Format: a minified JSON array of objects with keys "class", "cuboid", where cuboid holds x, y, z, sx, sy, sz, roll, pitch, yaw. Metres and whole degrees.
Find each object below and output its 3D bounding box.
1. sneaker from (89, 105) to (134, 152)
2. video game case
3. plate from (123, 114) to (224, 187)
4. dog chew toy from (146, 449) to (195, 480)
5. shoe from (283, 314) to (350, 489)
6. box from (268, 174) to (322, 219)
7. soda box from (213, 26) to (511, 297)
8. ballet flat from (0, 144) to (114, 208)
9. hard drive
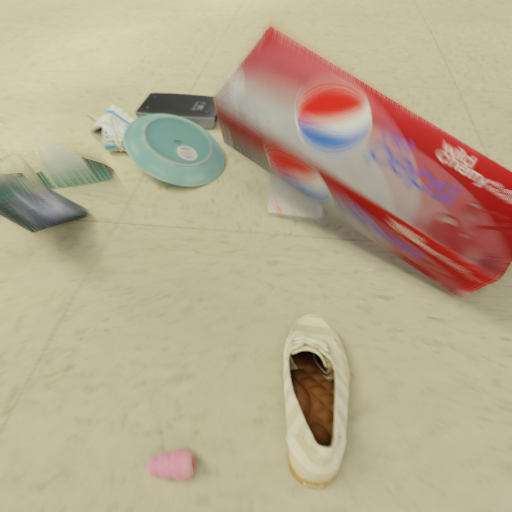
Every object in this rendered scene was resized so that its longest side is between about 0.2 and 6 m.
[{"class":"sneaker","cuboid":[-2.778,-2.496,12.138,2.199,0.824,0.953,27,59,34]},{"class":"video game case","cuboid":[-3.840,-0.942,9.351,1.441,0.191,2.017,29,13,-1]},{"class":"plate","cuboid":[-1.627,-2.276,11.478,2.133,0.273,2.133,15,47,-16]},{"class":"dog chew toy","cuboid":[-0.975,2.371,6.341,0.542,0.338,0.338,-7,39,3]},{"class":"shoe","cuboid":[0.777,1.579,7.016,0.880,0.672,2.517,2,39,2]},{"class":"box","cuboid":[0.729,-1.354,10.024,0.981,1.258,0.259,9,18,21]},{"class":"soda box","cuboid":[1.649,-1.324,8.215,4.567,1.599,1.448,34,80,8]},{"class":"ballet flat","cuboid":[-2.417,-0.902,6.157,1.634,0.559,0.556,-19,13,-17]},{"class":"hard drive","cuboid":[-1.803,-3.492,13.515,1.924,0.407,1.298,6,39,7]}]
